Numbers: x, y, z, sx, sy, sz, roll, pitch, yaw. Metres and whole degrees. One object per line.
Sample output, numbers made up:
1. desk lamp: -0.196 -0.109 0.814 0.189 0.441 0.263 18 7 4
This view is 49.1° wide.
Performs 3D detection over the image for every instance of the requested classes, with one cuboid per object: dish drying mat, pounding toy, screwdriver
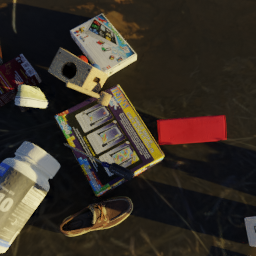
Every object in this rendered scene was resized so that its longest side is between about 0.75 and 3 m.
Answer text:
1. dish drying mat: 2.106 0.064 9.293 2.238 0.204 0.860 -4 97 3
2. pounding toy: -1.340 -1.672 9.049 2.233 1.962 1.022 32 98 14
3. screwdriver: -0.914 0.962 8.218 2.399 0.349 0.335 20 48 21

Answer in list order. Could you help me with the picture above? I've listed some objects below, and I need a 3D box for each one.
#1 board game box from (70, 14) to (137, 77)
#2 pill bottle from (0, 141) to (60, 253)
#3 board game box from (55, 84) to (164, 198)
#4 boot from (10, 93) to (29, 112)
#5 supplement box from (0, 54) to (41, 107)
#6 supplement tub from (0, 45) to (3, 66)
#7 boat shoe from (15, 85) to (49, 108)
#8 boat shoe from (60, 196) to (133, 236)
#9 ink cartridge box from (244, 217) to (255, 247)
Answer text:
1. board game box: -0.945 -3.137 10.603 1.493 0.409 2.365 -33 73 -12
2. pill bottle: -3.286 1.869 7.998 1.588 1.588 2.791 28 67 10
3. board game box: -0.633 0.358 9.055 2.402 0.824 2.906 -27 72 -12
4. boot: -3.627 -0.908 9.752 0.753 0.242 0.702 49 35 5
5. supplement box: -4.262 -1.619 9.920 2.003 0.610 1.090 -36 73 -13
6. supplement tub: -5.118 -2.759 10.161 0.971 0.971 1.584 -14 69 -5
7. boat shoe: -2.943 -0.983 8.814 0.730 2.027 0.629 9 94 -4
8. boat shoe: -0.916 2.584 8.210 2.228 0.802 0.804 -16 70 -6
9. ink cartridge box: 4.293 2.754 7.493 1.486 2.036 0.858 -4 71 -1
